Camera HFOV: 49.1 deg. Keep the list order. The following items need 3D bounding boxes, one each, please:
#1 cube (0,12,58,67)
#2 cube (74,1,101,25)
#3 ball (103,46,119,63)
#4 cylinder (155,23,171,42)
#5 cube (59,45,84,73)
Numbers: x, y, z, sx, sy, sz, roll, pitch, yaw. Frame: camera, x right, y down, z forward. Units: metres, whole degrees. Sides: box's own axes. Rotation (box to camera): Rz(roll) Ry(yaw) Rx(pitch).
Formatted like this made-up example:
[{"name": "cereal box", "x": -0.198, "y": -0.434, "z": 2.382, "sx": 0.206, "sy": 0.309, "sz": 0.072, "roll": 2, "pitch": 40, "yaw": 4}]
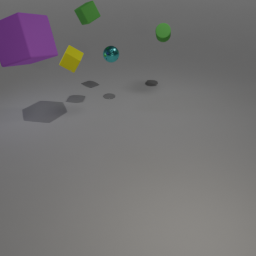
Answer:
[{"name": "cube", "x": -3.499, "y": -2.959, "z": 9.505, "sx": 1.400, "sy": 1.400, "sz": 1.400, "roll": -8, "pitch": 13, "yaw": 26}, {"name": "cube", "x": -1.748, "y": -4.946, "z": 12.055, "sx": 0.700, "sy": 0.700, "sz": 0.700, "roll": -41, "pitch": 32, "yaw": -18}, {"name": "ball", "x": -0.723, "y": -3.159, "z": 11.993, "sx": 0.700, "sy": 0.700, "sz": 0.700, "roll": 0, "pitch": 30, "yaw": 0}, {"name": "cylinder", "x": 1.650, "y": -4.457, "z": 13.115, "sx": 0.700, "sy": 0.700, "sz": 0.700, "roll": 5, "pitch": 2, "yaw": 8}, {"name": "cube", "x": -2.387, "y": -2.915, "z": 11.839, "sx": 0.700, "sy": 0.700, "sz": 0.700, "roll": 27, "pitch": 38, "yaw": -17}]
